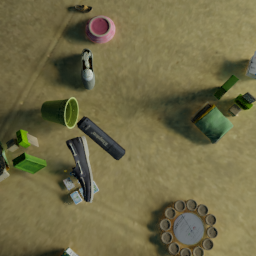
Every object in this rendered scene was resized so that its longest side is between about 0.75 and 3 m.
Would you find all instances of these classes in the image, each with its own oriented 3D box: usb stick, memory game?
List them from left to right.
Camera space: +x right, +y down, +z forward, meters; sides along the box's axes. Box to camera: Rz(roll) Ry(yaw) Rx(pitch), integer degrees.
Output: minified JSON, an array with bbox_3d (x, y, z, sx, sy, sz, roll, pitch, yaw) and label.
[{"bbox_3d":[-0.924,0.380,9.862,1.998,0.326,0.554,42,115,-13],"label":"usb stick"},{"bbox_3d":[2.182,3.646,10.120,2.146,0.137,2.146,0,80,1],"label":"memory game"}]

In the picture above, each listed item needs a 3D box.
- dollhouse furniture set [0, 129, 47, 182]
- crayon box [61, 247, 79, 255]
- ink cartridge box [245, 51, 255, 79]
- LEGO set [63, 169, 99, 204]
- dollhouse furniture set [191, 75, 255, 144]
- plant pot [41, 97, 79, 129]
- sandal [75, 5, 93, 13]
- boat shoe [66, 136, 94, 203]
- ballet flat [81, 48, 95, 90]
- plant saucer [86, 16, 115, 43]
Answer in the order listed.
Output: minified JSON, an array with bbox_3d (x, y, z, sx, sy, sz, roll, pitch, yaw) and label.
[{"bbox_3d":[-4.303,1.215,10.436,2.099,1.053,1.375,-32,59,12],"label":"dollhouse furniture set"},{"bbox_3d":[-1.864,5.772,9.405,2.513,0.732,2.168,40,82,7],"label":"crayon box"},{"bbox_3d":[5.147,-2.510,11.200,0.574,0.336,0.990,20,80,4],"label":"ink cartridge box"},{"bbox_3d":[-1.826,1.985,10.363,1.004,0.330,1.343,-30,80,-9],"label":"LEGO set"},{"bbox_3d":[3.570,-0.639,10.464,2.139,1.074,1.401,-44,82,-8],"label":"dollhouse furniture set"},{"bbox_3d":[-2.609,-0.619,10.543,1.118,1.177,1.177,7,79,14],"label":"plant pot"},{"bbox_3d":[-1.872,-5.044,11.750,0.782,0.211,0.314,13,79,2],"label":"sandal"},{"bbox_3d":[-1.495,1.288,8.611,0.648,0.751,2.066,-6,78,-20],"label":"boat shoe"},{"bbox_3d":[-1.630,-2.349,11.073,0.560,0.529,1.660,-4,79,-1],"label":"ballet flat"},{"bbox_3d":[-1.144,-4.108,11.523,1.231,0.312,1.231,0,79,1],"label":"plant saucer"}]
